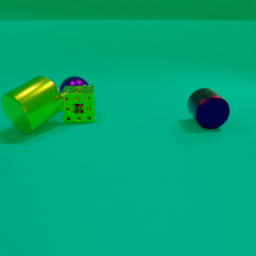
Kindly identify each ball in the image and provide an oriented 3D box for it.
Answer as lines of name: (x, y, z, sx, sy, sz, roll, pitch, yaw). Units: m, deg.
ball: (-1.905, -1.291, 10.093, 1.146, 1.146, 1.146, 0, 23, 0)

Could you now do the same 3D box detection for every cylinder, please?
cylinder: (2.443, -0.612, 8.601, 1.023, 1.023, 1.023, -1, 23, -3)
cylinder: (-2.759, -0.692, 8.142, 1.263, 1.263, 1.263, 16, 42, 32)

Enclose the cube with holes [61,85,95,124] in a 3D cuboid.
cube with holes: (-1.577, -0.784, 9.083, 0.965, 0.965, 0.965, -2, 23, -4)
